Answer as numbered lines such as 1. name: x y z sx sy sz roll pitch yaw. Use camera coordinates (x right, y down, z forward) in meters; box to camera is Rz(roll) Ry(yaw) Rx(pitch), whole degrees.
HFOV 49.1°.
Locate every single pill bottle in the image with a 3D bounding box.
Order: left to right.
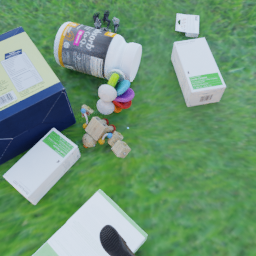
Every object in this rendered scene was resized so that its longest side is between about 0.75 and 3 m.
1. pill bottle: -0.818 -2.098 7.888 2.223 1.294 1.294 17 62 9

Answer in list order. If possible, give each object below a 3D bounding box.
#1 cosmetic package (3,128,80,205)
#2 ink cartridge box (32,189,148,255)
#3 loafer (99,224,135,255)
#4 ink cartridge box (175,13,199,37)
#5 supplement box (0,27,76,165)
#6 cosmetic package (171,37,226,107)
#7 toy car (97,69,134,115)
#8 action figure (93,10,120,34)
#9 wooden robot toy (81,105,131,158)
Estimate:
1. cosmetic package: -1.967 0.888 6.587 0.847 0.668 1.574 34 65 15
2. ink cartridge box: -0.784 2.494 5.798 1.468 0.484 2.017 40 68 19
3. loafer: -0.135 1.894 4.322 0.323 0.314 0.885 -39 54 -7
4. ink cartridge box: 1.943 -3.384 9.217 0.758 0.192 0.861 8 61 3
5. supplement box: -2.993 -0.793 6.971 2.383 1.600 2.381 -30 65 -16
6. cosmetic package: 1.922 -1.586 7.898 0.974 0.768 1.811 -11 63 -4
7. toy car: -0.270 -0.876 7.313 0.863 1.151 1.007 20 49 5
8. action figure: -0.708 -3.183 8.843 0.804 0.690 1.353 -10 59 -18
9. wooden robot toy: -0.753 0.224 7.099 1.821 0.802 0.826 42 104 20
